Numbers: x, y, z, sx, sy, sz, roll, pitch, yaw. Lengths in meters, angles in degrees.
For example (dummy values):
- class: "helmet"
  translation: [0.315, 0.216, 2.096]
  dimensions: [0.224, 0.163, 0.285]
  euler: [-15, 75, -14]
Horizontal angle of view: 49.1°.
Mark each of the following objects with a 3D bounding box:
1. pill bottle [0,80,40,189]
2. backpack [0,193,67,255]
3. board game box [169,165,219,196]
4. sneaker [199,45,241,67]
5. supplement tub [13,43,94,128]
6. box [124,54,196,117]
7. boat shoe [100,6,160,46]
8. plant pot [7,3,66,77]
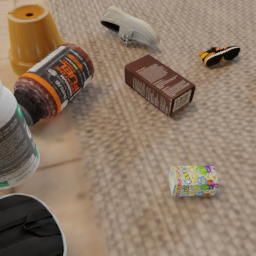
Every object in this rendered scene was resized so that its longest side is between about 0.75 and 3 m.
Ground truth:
- class: "pill bottle"
  translation: [-2.680, 0.020, 5.411]
  dimensions: [1.348, 2.384, 1.348]
  euler: [-2, 47, 2]
- class: "backpack"
  translation: [-1.989, 2.069, 4.133]
  dimensions: [2.114, 1.592, 1.877]
  euler: [-24, 50, -30]
- class: "board game box"
  translation: [1.339, 1.092, 5.794]
  dimensions: [0.897, 0.462, 0.470]
  euler: [-2, 48, -1]
- class: "sneaker"
  translation: [2.904, -2.419, 8.889]
  dimensions: [1.373, 0.480, 0.618]
  euler: [-21, 55, -15]
- class: "supplement tub"
  translation: [-1.980, -1.078, 7.184]
  dimensions: [1.277, 1.277, 2.388]
  euler: [22, 52, 18]
- class: "box"
  translation: [0.817, -1.214, 7.703]
  dimensions: [0.929, 0.695, 1.856]
  euler: [-31, 57, -24]
- class: "boat shoe"
  translation: [0.001, -3.303, 9.577]
  dimensions: [2.395, 0.835, 0.853]
  euler: [38, 82, 24]
- class: "plant pot"
  translation: [-2.742, -2.628, 8.284]
  dimensions: [1.810, 1.657, 1.810]
  euler: [0, 49, 0]
